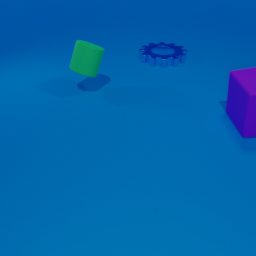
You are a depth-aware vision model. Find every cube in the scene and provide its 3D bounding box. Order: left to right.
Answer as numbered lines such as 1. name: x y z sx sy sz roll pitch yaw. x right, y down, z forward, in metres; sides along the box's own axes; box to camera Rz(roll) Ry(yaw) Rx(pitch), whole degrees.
1. cube: 3.377 -0.697 7.104 1.284 1.284 1.284 -8 36 1

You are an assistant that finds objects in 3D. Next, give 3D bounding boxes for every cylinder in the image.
1. cylinder: -1.249 -2.101 8.490 0.869 0.869 0.869 18 20 -7

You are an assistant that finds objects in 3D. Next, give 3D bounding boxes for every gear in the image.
1. gear: 1.384 -2.930 11.125 1.857 0.343 1.857 0 36 0
